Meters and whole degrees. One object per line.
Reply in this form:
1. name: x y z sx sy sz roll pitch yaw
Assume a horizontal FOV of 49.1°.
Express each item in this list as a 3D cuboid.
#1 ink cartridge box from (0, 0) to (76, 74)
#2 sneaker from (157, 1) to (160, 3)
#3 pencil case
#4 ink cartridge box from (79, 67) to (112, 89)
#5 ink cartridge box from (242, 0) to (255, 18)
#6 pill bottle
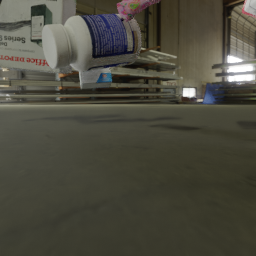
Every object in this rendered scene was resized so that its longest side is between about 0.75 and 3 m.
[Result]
1. ink cartridge box: -2.823 -3.226 8.621 2.158 2.956 1.243 6 12 5
2. sneaker: 0.474 -3.883 6.999 1.270 0.914 2.430 42 26 3
3. pencil case: 0.234 -2.439 5.436 0.934 0.408 0.408 -36 13 -9
4. ink cartridge box: -1.326 -2.426 10.915 1.181 1.628 0.681 -5 -9 -13
5. ink cartridge box: 3.287 -2.527 5.452 1.662 0.939 2.269 24 22 8
6. pill bottle: -0.968 -2.280 7.523 2.374 1.421 1.421 -16 13 -30
